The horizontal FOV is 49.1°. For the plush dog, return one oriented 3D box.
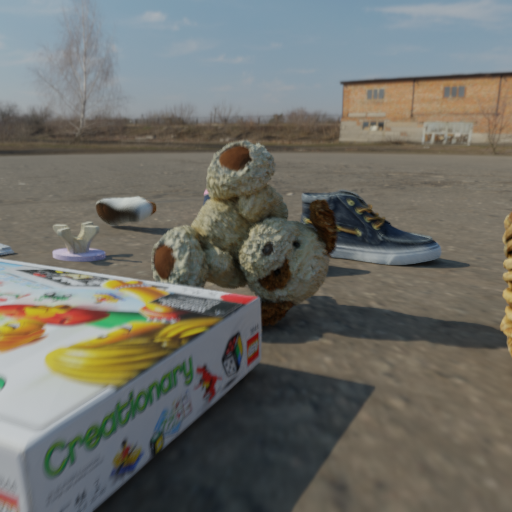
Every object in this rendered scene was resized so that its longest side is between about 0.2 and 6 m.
[{"bbox_3d":[0.034,-0.076,7.407,1.914,2.229,1.788,33,-3,18],"label":"plush dog"}]

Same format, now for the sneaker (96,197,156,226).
[{"bbox_3d":[-3.154,-1.106,13.698,1.787,0.650,0.756,8,22,36],"label":"sneaker"}]

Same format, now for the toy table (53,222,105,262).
[{"bbox_3d":[-3.402,-0.274,10.704,1.073,0.628,0.986,1,13,8],"label":"toy table"}]

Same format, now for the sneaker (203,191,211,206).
[{"bbox_3d":[-0.832,-1.657,15.481,0.949,1.109,2.704,1,13,5],"label":"sneaker"}]

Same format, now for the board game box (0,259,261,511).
[{"bbox_3d":[-2.708,0.851,5.420,4.745,0.821,2.995,6,15,25],"label":"board game box"}]

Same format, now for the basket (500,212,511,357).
[{"bbox_3d":[4.470,0.726,5.172,3.890,2.898,2.777,1,-19,7],"label":"basket"}]

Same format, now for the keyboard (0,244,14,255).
[{"bbox_3d":[-6.264,-0.243,11.692,3.210,0.171,0.903,11,22,39],"label":"keyboard"}]

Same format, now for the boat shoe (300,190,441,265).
[{"bbox_3d":[2.082,-0.572,10.567,2.719,1.234,0.962,5,15,21],"label":"boat shoe"}]
